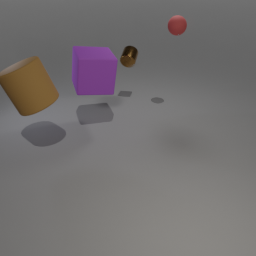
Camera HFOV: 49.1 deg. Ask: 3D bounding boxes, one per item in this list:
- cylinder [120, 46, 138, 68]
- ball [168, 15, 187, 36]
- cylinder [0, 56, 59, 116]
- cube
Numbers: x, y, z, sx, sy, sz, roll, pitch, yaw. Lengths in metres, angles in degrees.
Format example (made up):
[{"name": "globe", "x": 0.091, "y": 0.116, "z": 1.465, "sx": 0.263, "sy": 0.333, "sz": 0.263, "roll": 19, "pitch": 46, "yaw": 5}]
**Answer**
[{"name": "cylinder", "x": 0.056, "y": -3.210, "z": 12.597, "sx": 0.700, "sy": 0.700, "sz": 0.700, "roll": 7, "pitch": 55, "yaw": 13}, {"name": "ball", "x": 1.817, "y": -3.781, "z": 10.339, "sx": 0.700, "sy": 0.700, "sz": 0.700, "roll": 0, "pitch": 29, "yaw": 0}, {"name": "cylinder", "x": -3.118, "y": -1.320, "z": 8.817, "sx": 1.400, "sy": 1.400, "sz": 1.400, "roll": -18, "pitch": 29, "yaw": 11}, {"name": "cube", "x": -1.295, "y": -2.152, "z": 10.475, "sx": 1.400, "sy": 1.400, "sz": 1.400, "roll": -3, "pitch": 34, "yaw": -19}]
